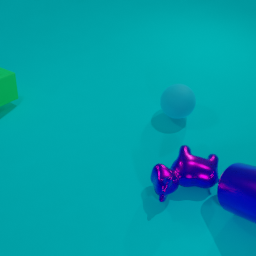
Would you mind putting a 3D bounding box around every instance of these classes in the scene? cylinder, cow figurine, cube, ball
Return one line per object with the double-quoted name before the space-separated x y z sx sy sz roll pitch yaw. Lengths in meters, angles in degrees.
"cylinder" 2.916 1.505 6.363 1.236 1.236 1.236 -29 18 -23
"cow figurine" 1.469 1.233 7.108 1.730 0.950 1.702 15 41 8
"cube" -4.265 -1.337 9.015 0.943 0.943 0.943 21 35 22
"ball" 1.570 -0.835 8.814 1.107 1.107 1.107 0 48 0
